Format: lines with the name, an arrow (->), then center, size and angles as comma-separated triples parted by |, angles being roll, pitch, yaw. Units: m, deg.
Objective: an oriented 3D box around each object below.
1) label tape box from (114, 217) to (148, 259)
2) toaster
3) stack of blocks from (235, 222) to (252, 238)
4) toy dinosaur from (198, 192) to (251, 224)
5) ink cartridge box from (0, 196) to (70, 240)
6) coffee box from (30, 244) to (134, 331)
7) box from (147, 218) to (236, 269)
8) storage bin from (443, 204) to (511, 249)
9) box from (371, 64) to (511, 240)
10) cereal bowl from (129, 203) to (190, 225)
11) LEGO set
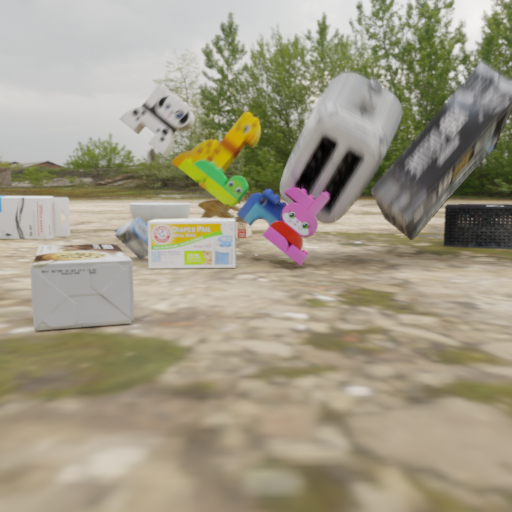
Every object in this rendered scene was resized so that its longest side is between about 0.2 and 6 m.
label tape box -> -1.965, -0.246, 9.117 | 0.829, 0.594, 0.274 | -19, 33, 45
toaster -> 1.249, -1.593, 8.906 | 1.357, 2.388, 1.543 | 31, 39, 0
stack of blocks -> -0.611, -0.638, 13.159 | 0.812, 0.413, 1.411 | 1, 7, 9
toy dinosaur -> -0.732, -1.039, 12.020 | 1.173, 0.675, 2.320 | -1, -15, -27
ink cartridge box -> -5.204, -0.880, 12.848 | 1.681, 0.974, 0.561 | 0, 7, 0
coffee box -> -1.682, 0.246, 5.398 | 0.835, 0.589, 1.477 | -2, 8, -18
box -> -0.951, -0.198, 8.423 | 1.291, 0.726, 0.654 | -1, 7, -2
storage bin -> 4.764, -0.617, 11.332 | 1.808, 0.847, 1.222 | 2, 7, 20
box -> 2.980, -1.460, 9.048 | 0.728, 2.307, 2.925 | 42, 7, 15
cereal bowl -> -2.741, -1.156, 16.055 | 1.742, 0.725, 1.742 | -1, 7, 0
LEGO set -> -0.222, -1.491, 8.834 | 3.478, 1.427, 1.327 | 39, 2, 3
